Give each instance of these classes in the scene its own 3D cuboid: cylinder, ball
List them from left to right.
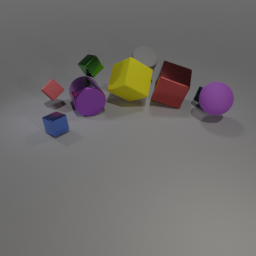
[{"bbox_3d":[-1.858,-1.455,12.683,1.400,1.400,1.400,-11,34,-17],"label":"cylinder"},{"bbox_3d":[0.763,-3.448,15.217,1.400,1.400,1.400,6,62,-12],"label":"cylinder"},{"bbox_3d":[3.688,-1.224,11.726,1.400,1.400,1.400,0,32,0],"label":"ball"}]

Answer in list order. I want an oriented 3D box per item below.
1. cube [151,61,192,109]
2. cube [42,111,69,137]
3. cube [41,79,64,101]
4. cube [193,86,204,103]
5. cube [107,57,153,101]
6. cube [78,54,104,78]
[{"bbox_3d":[2.031,-2.012,13.039,1.400,1.400,1.400,18,47,-1],"label":"cube"},{"bbox_3d":[-2.884,-0.167,11.195,0.700,0.700,0.700,17,36,40],"label":"cube"},{"bbox_3d":[-3.420,-1.727,12.697,0.700,0.700,0.700,-49,20,-11],"label":"cube"},{"bbox_3d":[3.657,-1.462,13.166,0.700,0.700,0.700,8,21,-39],"label":"cube"},{"bbox_3d":[0.098,-2.215,13.048,1.400,1.400,1.400,22,-18,-35],"label":"cube"},{"bbox_3d":[-1.666,-2.779,12.534,0.700,0.700,0.700,-49,41,-16],"label":"cube"}]
